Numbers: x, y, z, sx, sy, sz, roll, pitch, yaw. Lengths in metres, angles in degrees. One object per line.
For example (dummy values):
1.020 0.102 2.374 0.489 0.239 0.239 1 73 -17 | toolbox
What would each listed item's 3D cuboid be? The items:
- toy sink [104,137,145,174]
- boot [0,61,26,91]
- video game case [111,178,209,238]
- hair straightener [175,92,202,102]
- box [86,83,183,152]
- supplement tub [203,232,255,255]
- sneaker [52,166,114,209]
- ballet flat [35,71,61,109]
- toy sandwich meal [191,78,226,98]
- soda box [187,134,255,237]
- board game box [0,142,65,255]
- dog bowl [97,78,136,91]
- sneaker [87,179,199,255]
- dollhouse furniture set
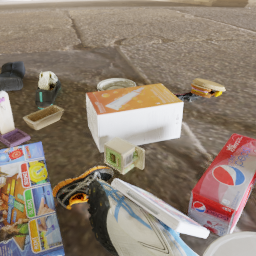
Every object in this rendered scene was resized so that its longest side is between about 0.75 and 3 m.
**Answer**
-0.115 0.769 7.391 0.997 0.650 0.558 25 39 33 | toy sink
-5.637 -2.410 12.548 1.916 0.763 2.324 1 33 -19 | boot
0.656 1.558 5.395 1.527 1.676 0.193 26 83 38 | video game case
2.266 -1.097 10.899 1.799 0.368 0.692 -12 33 -28 | hair straightener
0.151 -0.398 8.723 2.601 1.268 1.618 -10 32 -16 | box
1.323 2.416 3.153 1.557 2.148 1.557 0 31 0 | supplement tub
-0.956 1.391 6.524 1.515 0.593 0.585 -22 52 -28 | sneaker
-3.199 -1.724 11.287 0.920 0.926 2.707 -6 31 -7 | ballet flat
3.187 -1.572 11.241 1.495 0.512 1.495 13 20 -5 | toy sandwich meal
2.404 1.168 6.499 0.963 0.872 2.749 20 37 29 | soda box
-2.363 1.503 5.569 1.695 0.431 2.504 -11 52 -18 | board game box
-0.449 -1.448 11.174 1.562 0.576 1.562 0 32 0 | dog bowl
0.198 1.931 5.197 1.080 1.071 2.979 -4 27 -40 | sneaker
-3.430 -0.791 9.077 1.770 1.585 2.234 24 38 34 | dollhouse furniture set
